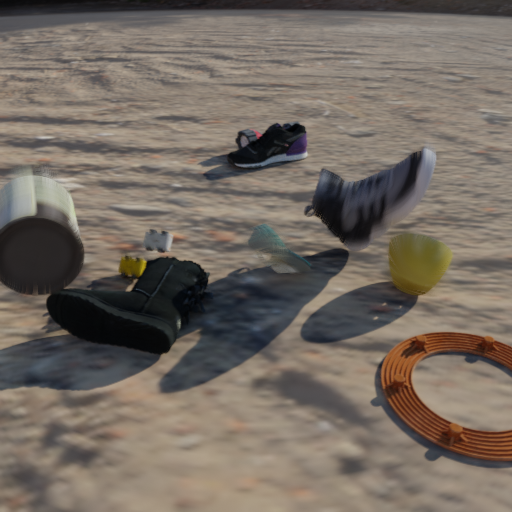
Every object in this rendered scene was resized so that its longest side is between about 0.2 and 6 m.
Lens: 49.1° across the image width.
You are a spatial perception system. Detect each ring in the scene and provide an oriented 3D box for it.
[{"bbox_3d":[2.804,1.655,7.241,2.335,0.224,2.335,0,30,0],"label":"ring"}]

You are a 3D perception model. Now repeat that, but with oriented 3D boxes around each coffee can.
[{"bbox_3d":[-3.198,-0.347,8.137,1.192,1.192,1.628,-11,31,-18],"label":"coffee can"}]

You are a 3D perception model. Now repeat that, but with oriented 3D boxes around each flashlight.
[{"bbox_3d":[0.399,-3.316,15.479,2.033,0.688,0.691,-24,31,-34],"label":"flashlight"}]

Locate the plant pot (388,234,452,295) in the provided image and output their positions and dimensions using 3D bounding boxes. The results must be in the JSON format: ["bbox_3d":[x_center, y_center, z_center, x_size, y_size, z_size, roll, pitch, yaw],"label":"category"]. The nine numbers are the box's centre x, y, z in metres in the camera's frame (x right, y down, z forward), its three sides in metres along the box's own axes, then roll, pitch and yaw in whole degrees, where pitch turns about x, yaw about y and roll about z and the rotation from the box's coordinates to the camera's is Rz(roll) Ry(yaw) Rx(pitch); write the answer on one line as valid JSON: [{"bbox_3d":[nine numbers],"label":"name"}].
[{"bbox_3d":[2.599,0.209,9.118,1.020,1.020,0.724,12,67,20],"label":"plant pot"}]

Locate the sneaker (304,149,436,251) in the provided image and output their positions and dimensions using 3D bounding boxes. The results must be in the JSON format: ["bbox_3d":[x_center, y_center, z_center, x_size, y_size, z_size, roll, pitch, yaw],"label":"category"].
[{"bbox_3d":[1.797,-1.096,9.525,1.434,2.520,0.951,27,51,-11],"label":"sneaker"}]

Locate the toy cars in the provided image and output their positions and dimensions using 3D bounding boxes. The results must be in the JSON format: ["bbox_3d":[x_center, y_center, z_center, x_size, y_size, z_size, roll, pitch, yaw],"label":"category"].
[{"bbox_3d":[-1.811,-0.006,9.433,0.311,1.404,0.629,16,43,-45],"label":"toy cars"}]

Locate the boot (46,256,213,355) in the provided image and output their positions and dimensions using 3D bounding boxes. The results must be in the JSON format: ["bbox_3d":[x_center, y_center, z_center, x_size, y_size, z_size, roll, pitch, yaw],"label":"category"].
[{"bbox_3d":[-1.821,0.583,8.540,2.106,0.779,1.726,13,34,9],"label":"boot"}]

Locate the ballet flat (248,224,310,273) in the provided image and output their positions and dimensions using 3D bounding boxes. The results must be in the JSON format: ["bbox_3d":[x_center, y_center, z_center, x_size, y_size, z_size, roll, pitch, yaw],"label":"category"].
[{"bbox_3d":[0.353,0.006,9.187,0.527,1.564,0.498,31,85,41],"label":"ballet flat"}]

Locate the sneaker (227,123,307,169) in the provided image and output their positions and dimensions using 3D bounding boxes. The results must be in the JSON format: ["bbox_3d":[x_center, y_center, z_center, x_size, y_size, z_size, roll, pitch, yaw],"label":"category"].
[{"bbox_3d":[0.272,-2.929,14.458,2.277,0.997,0.862,-15,33,-25],"label":"sneaker"}]
